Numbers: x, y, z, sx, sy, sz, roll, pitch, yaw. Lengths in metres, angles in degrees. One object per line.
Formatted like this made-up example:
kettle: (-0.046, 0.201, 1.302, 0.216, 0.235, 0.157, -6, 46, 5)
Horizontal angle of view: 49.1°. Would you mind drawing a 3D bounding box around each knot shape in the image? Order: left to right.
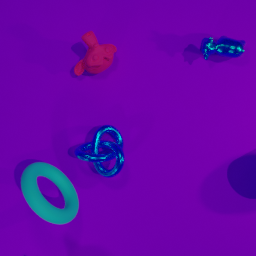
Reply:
knot shape: (-0.596, 0.514, 7.274, 1.364, 0.630, 1.277, 24, 61, 13)

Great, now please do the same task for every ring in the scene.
ring: (-1.811, 1.511, 6.633, 0.327, 1.636, 1.636, -39, 86, 14)

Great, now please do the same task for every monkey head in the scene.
monkey head: (-0.873, -1.982, 7.404, 1.411, 0.850, 1.015, -37, 102, -16)

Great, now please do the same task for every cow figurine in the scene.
cow figurine: (2.475, -2.098, 7.349, 1.091, 1.074, 0.599, 21, 124, 25)
